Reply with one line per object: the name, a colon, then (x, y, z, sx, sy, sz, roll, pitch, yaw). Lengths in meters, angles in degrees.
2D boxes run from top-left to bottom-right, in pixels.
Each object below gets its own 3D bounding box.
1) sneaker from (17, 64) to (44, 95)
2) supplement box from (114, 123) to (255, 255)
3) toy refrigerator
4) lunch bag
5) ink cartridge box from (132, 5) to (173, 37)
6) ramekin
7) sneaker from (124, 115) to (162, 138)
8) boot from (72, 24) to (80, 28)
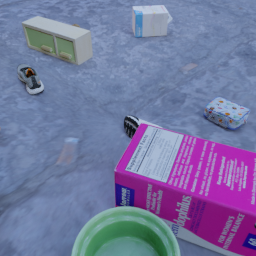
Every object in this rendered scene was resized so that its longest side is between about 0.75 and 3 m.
sneaker: (-3.350, -1.833, 9.527, 0.651, 0.698, 1.762, -24, 45, -23)
supplement box: (1.331, 1.192, 5.444, 2.920, 1.478, 1.509, 16, 43, 17)
toy refrigerator: (-2.845, -3.505, 11.142, 2.860, 1.086, 1.001, 24, 46, 24)
lunch bag: (2.884, -0.441, 8.129, 1.179, 0.446, 0.945, 32, 48, 33)
ink cartridge box: (1.085, -4.847, 12.693, 1.682, 1.053, 1.081, -4, 41, -4)
ramekin: (-0.032, 2.283, 4.684, 1.724, 0.842, 1.724, 0, 41, 0)
sneaker: (0.530, 0.113, 7.502, 1.548, 0.571, 0.619, 35, 39, 28)
boot: (-2.761, -4.724, 13.190, 0.670, 0.253, 0.766, 32, 50, 14)
